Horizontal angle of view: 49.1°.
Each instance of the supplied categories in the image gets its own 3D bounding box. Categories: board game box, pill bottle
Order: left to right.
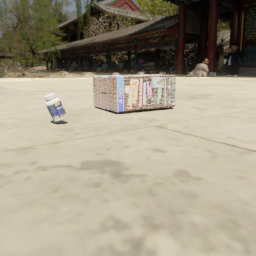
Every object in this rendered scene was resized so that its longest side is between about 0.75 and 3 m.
[{"bbox_3d":[-2.293,-0.656,8.820,0.468,0.843,0.468,-20,18,7],"label":"pill bottle"},{"bbox_3d":[0.244,-1.570,12.029,2.838,1.374,2.262,-7,13,-29],"label":"board game box"}]
